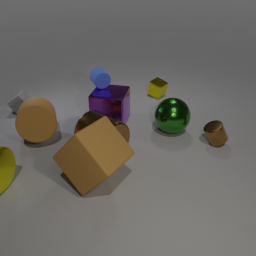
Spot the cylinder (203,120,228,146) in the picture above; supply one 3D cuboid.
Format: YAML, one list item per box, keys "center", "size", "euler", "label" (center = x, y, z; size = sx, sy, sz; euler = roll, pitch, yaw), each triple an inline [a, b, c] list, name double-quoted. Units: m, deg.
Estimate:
- center: [3.212, 0.194, 10.255]
  size: [0.700, 0.700, 0.700]
  euler: [-25, 28, 14]
  label: "cylinder"

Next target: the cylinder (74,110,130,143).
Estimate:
- center: [-0.892, 0.243, 9.680]
  size: [1.400, 1.400, 1.400]
  euler: [26, 39, 37]
  label: "cylinder"

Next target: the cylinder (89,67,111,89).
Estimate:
- center: [-1.146, -2.055, 11.478]
  size: [0.700, 0.700, 0.700]
  euler: [-13, 35, -20]
  label: "cylinder"

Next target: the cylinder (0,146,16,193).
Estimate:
- center: [-4.289, 1.144, 8.156]
  size: [1.400, 1.400, 1.400]
  euler: [7, 31, 12]
  label: "cylinder"

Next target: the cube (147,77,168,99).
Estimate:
- center: [1.480, -1.997, 13.997]
  size: [0.700, 0.700, 0.700]
  euler: [34, 48, 24]
  label: "cube"

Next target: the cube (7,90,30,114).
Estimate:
- center: [-4.744, -1.113, 12.387]
  size: [0.700, 0.700, 0.700]
  euler: [-33, 23, 13]
  label: "cube"

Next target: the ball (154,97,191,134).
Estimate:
- center: [1.724, -0.484, 10.897]
  size: [1.400, 1.400, 1.400]
  euler: [0, 31, 0]
  label: "ball"

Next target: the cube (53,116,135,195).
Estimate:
- center: [-0.963, 0.771, 7.984]
  size: [1.400, 1.400, 1.400]
  euler: [51, 38, 2]
  label: "cube"

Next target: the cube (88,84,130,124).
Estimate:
- center: [-0.733, -0.900, 11.633]
  size: [1.400, 1.400, 1.400]
  euler: [6, 31, 10]
  label: "cube"

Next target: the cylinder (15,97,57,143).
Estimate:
- center: [-3.370, -0.337, 10.372]
  size: [1.400, 1.400, 1.400]
  euler: [-9, 20, -14]
  label: "cylinder"
